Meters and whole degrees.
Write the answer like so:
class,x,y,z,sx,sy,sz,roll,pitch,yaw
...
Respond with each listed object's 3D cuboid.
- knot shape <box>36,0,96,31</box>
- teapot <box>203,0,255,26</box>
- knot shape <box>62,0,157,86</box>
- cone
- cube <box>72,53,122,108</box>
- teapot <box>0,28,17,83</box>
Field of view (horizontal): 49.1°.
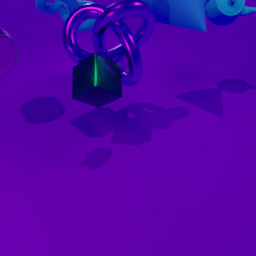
class,x,y,z,sx,sy,sz,roll,pitch,yaw
knot shape,-1.812,-3.895,9.236,1.915,0.946,2.047,29,23,6
teapot,2.586,-3.223,7.241,1.717,1.068,0.841,14,4,-10
knot shape,-0.484,-1.956,6.191,1.946,2.080,0.961,15,41,-2
cone,1.300,-2.596,6.183,1.575,1.575,1.581,-15,58,-19
cube,-0.673,-0.997,6.075,0.777,0.777,0.777,16,63,-44
teapot,-2.108,-1.114,4.270,0.599,1.223,0.760,13,26,23
